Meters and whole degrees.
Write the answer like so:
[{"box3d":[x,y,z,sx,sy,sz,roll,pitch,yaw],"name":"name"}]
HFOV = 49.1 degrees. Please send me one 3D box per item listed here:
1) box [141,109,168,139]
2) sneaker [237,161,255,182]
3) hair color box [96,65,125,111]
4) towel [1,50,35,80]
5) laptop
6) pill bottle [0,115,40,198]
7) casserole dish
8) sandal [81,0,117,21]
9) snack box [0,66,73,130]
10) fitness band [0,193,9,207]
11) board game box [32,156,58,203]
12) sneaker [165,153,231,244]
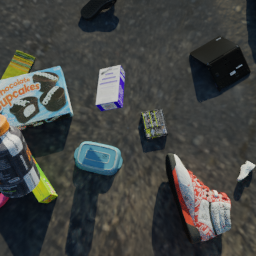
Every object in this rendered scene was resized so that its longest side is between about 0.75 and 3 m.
[{"box3d":[0.835,-0.135,8.862,0.699,0.193,0.872,-11,73,-3],"name":"box"},{"box3d":[3.478,1.306,8.408,0.751,0.264,0.301,-42,68,-18],"name":"sneaker"},{"box3d":[-0.474,-1.104,7.748,0.663,0.393,1.213,-8,62,21],"name":"hair color box"},{"box3d":[-3.798,-1.791,9.397,0.733,0.154,1.703,19,74,7],"name":"towel"},{"box3d":[3.137,-2.232,9.571,1.381,0.805,1.558,-32,101,-9],"name":"laptop"},{"box3d":[-2.712,0.618,6.261,0.982,1.848,0.982,-6,37,4],"name":"pill bottle"},{"box3d":[-0.914,0.891,8.500,1.514,0.294,0.917,12,73,3],"name":"casserole dish"},{"box3d":[-0.896,-4.581,10.162,1.882,0.451,0.708,-36,77,3],"name":"sandal"},{"box3d":[-3.283,-0.832,8.843,2.769,0.514,1.608,-15,79,-5],"name":"snack box"},{"box3d":[-4.550,1.556,8.213,2.339,0.438,1.680,12,73,4],"name":"fitness band"},{"box3d":[-2.691,1.388,8.066,0.379,0.809,1.593,-35,76,-10],"name":"board game box"},{"box3d":[2.005,1.811,7.934,1.361,0.848,2.538,-15,77,-6],"name":"sneaker"}]
